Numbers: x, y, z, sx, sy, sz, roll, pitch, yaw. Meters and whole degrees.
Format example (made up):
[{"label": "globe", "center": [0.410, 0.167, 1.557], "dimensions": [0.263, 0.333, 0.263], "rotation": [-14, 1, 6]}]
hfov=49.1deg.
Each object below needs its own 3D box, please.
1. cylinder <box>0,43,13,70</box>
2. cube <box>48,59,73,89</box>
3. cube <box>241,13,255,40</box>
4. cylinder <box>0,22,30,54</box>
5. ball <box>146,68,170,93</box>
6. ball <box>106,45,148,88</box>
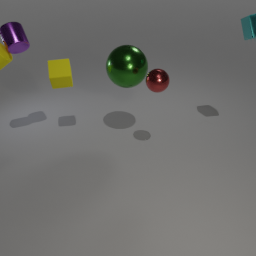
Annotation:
[{"label": "cylinder", "center": [-4.090, -2.179, 8.675], "dimensions": [0.700, 0.700, 0.700], "rotation": [-33, 28, 13]}, {"label": "cube", "center": [-2.268, -1.819, 9.428], "dimensions": [0.700, 0.700, 0.700], "rotation": [-8, 68, -8]}, {"label": "cube", "center": [4.066, -3.224, 8.796], "dimensions": [0.700, 0.700, 0.700], "rotation": [-15, 12, 5]}, {"label": "cylinder", "center": [-3.470, -2.750, 8.575], "dimensions": [0.700, 0.700, 0.700], "rotation": [-24, -5, -2]}, {"label": "ball", "center": [0.867, -1.387, 8.207], "dimensions": [0.700, 0.700, 0.700], "rotation": [0, 30, 0]}, {"label": "ball", "center": [-0.035, -2.029, 9.277], "dimensions": [1.400, 1.400, 1.400], "rotation": [0, 30, 0]}]
